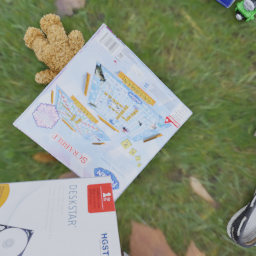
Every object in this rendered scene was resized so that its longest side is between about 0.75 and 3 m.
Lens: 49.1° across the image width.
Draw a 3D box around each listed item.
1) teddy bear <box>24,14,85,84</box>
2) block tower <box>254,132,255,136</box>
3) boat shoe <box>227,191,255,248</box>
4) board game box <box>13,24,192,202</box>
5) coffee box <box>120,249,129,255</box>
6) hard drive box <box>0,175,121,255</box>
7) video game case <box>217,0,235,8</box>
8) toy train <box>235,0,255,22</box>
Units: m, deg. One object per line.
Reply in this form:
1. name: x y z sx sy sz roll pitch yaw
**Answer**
1. teddy bear: -1.720 -1.796 7.005 1.605 0.739 2.213 -19 88 1
2. block tower: 4.248 -0.974 6.926 0.858 0.801 2.967 26 88 2
3. boat shoe: 3.396 1.886 6.840 0.886 0.724 2.398 44 88 2
4. board game box: -0.500 -0.264 6.611 2.953 0.608 2.946 43 88 -14
5. coffee box: -0.427 3.748 6.613 2.549 1.018 1.441 38 88 2
6. hard drive box: -1.357 1.775 4.640 2.327 1.813 0.894 -3 123 -9
7. video game case: 2.326 -4.774 7.201 2.503 0.569 2.269 38 88 2
8. toy train: 3.829 -3.796 7.059 2.777 0.783 0.580 -44 88 -2
